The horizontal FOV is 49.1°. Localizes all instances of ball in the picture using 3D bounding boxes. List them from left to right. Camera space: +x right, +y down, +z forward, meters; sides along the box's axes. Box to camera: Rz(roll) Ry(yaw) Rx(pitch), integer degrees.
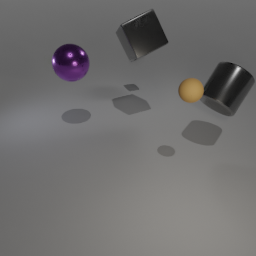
[{"bbox_3d":[-2.149,-2.448,10.544,1.400,1.400,1.400,0,30,0],"label":"ball"},{"bbox_3d":[1.775,-1.060,7.907,0.700,0.700,0.700,0,30,0],"label":"ball"}]

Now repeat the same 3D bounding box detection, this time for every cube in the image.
[{"bbox_3d":[0.517,-3.581,11.055,1.400,1.400,1.400,-29,12,-6],"label":"cube"}]

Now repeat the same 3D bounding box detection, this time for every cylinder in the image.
[{"bbox_3d":[3.403,-1.341,9.755,1.400,1.400,1.400,33,0,0],"label":"cylinder"}]
